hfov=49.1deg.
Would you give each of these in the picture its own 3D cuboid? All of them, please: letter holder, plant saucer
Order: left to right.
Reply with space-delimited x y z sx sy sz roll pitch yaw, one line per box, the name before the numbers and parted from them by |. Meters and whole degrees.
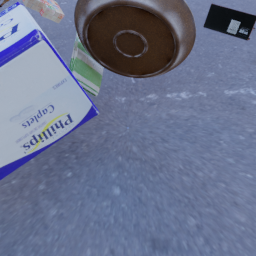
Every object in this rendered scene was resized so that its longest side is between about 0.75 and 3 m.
plant saucer | 0.087 -1.979 6.239 2.762 2.762 0.443 8 61 10
letter holder | 3.090 -3.127 8.281 1.343 0.676 0.955 27 29 22

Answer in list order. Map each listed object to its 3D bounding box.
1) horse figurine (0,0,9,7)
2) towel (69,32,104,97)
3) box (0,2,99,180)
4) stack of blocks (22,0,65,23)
horse figurine | -2.774 -3.245 6.491 0.892 0.336 1.346 -10 51 44
towel | -1.044 -1.790 7.370 0.194 1.268 1.663 -3 74 30
box | -2.233 -0.614 4.583 2.527 1.441 2.747 -35 40 -4
stack of blocks | -2.381 -3.422 7.837 1.078 0.316 0.621 4 50 -54
